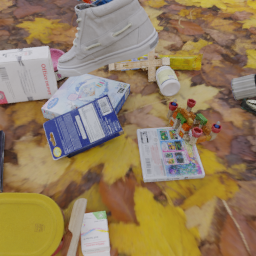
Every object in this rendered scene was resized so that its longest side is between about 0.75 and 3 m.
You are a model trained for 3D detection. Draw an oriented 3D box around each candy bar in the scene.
[{"bbox_3d":[1.430,-2.585,10.865,2.907,0.725,0.322,3,46,3],"label":"candy bar"}]

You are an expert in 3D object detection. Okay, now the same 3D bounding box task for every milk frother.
[{"bbox_3d":[4.315,-1.095,9.411,1.278,1.226,1.359,-10,69,36],"label":"milk frother"}]

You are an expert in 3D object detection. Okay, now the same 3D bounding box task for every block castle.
[{"bbox_3d":[1.979,-0.279,8.581,1.057,0.742,1.582,-10,45,-25],"label":"block castle"}]

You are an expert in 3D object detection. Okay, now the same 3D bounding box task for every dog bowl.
[{"bbox_3d":[-3.018,-2.456,10.818,1.624,0.599,1.624,0,48,-1],"label":"dog bowl"}]

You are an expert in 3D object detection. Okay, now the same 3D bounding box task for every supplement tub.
[{"bbox_3d":[1.406,-1.694,10.041,0.715,0.715,0.986,-7,48,-6],"label":"supplement tub"}]

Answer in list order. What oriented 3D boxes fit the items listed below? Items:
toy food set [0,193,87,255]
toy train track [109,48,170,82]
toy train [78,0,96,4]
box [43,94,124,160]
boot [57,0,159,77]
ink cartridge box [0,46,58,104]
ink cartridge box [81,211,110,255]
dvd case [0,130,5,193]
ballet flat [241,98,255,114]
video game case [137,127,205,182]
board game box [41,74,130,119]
[{"bbox_3d":[-2.199,2.303,6.453,2.568,0.839,1.511,2,72,4],"label":"toy food set"},{"bbox_3d":[0.369,-2.410,10.524,2.358,0.384,1.352,-2,87,16],"label":"toy train track"},{"bbox_3d":[-0.585,-3.723,8.080,2.479,0.690,1.862,29,12,13],"label":"toy train"},{"bbox_3d":[-1.333,0.004,8.258,2.148,0.348,1.301,-23,68,0],"label":"box"},{"bbox_3d":[-0.798,-2.118,6.302,2.875,1.374,1.057,-9,40,33],"label":"boot"},{"bbox_3d":[-3.610,-1.763,9.493,2.196,1.609,0.909,-8,44,-8],"label":"ink cartridge box"},{"bbox_3d":[-0.755,2.515,6.450,0.628,0.361,1.073,-7,48,-6],"label":"ink cartridge box"},{"bbox_3d":[-4.995,1.159,7.771,2.935,0.234,2.182,-11,49,-10],"label":"dvd case"},{"bbox_3d":[4.357,-0.603,9.238,1.286,0.440,0.437,31,55,25],"label":"ballet flat"},{"bbox_3d":[1.182,0.706,8.202,1.677,0.218,1.843,-3,47,-4],"label":"video game case"},{"bbox_3d":[-1.349,-0.927,9.496,2.208,0.481,2.219,18,50,15],"label":"board game box"}]
